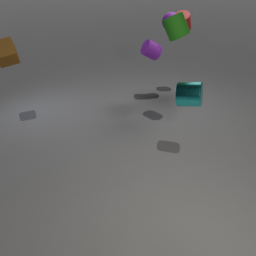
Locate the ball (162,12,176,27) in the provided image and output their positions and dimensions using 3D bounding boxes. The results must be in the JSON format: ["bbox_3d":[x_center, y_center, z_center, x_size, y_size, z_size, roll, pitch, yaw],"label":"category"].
[{"bbox_3d":[1.711,-4.261,11.190,0.700,0.700,0.700,0,29,0],"label":"ball"}]

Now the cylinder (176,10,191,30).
[{"bbox_3d":[2.387,-4.633,12.234,0.700,0.700,0.700,-8,55,12],"label":"cylinder"}]

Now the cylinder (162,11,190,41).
[{"bbox_3d":[1.540,-3.246,8.972,0.700,0.700,0.700,-24,18,8],"label":"cylinder"}]

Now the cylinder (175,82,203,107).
[{"bbox_3d":[1.774,-0.968,8.090,0.700,0.700,0.700,3,28,20],"label":"cylinder"}]

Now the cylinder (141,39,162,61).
[{"bbox_3d":[1.022,-3.414,12.245,0.700,0.700,0.700,20,19,-28],"label":"cylinder"}]

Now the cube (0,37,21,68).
[{"bbox_3d":[-4.283,-2.637,9.806,0.700,0.700,0.700,-20,-11,-13],"label":"cube"}]
